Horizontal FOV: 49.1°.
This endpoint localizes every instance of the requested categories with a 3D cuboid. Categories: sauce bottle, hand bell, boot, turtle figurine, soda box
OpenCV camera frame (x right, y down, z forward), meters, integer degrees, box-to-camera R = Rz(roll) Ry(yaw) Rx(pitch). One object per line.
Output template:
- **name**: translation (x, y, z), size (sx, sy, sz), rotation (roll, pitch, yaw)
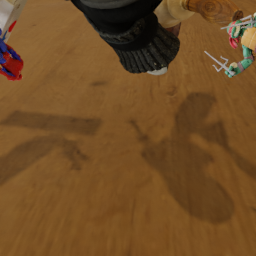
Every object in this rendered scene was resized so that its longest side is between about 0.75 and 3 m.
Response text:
- **sauce bottle**: translation (0.849, -2.737, 6.920), size (0.973, 0.973, 2.947), rotation (9, 73, 12)
- **hand bell**: translation (1.181, -2.196, 4.980), size (1.280, 1.280, 2.458), rotation (-9, 33, -14)
- **boot**: translation (0.147, -1.640, 4.339), size (1.087, 2.160, 2.889), rotation (-44, 36, 3)
- **turtle figurine**: translation (1.574, -1.028, 3.329), size (1.230, 0.921, 0.619), rotation (29, 62, 25)
- **soda box**: translation (-3.345, -2.288, 6.551), size (0.939, 2.757, 0.878), rotation (35, 43, -20)

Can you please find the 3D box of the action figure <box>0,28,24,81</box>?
- **action figure**: translation (-2.501, -1.466, 5.461), size (0.497, 1.923, 0.629), rotation (10, 69, 8)
